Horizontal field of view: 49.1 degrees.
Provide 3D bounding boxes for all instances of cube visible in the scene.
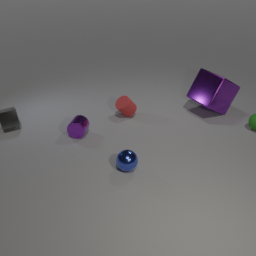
[{"bbox_3d":[-4.823,-0.403,11.298,0.700,0.700,0.700,-18,18,-22],"label":"cube"},{"bbox_3d":[3.761,-1.608,12.411,1.400,1.400,1.400,14,18,-40],"label":"cube"}]

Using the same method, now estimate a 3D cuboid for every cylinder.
[{"bbox_3d":[-1.928,-0.048,10.868,0.700,0.700,0.700,4,29,8],"label":"cylinder"},{"bbox_3d":[-0.085,-0.945,12.189,0.700,0.700,0.700,-19,53,26],"label":"cylinder"}]

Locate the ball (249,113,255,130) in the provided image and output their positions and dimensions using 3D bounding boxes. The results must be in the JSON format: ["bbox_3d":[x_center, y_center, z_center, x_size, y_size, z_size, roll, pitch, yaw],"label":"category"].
[{"bbox_3d":[5.204,-0.256,11.199,0.700,0.700,0.700,0,29,0],"label":"ball"}]

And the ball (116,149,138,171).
[{"bbox_3d":[-0.029,1.034,8.937,0.700,0.700,0.700,0,29,0],"label":"ball"}]
